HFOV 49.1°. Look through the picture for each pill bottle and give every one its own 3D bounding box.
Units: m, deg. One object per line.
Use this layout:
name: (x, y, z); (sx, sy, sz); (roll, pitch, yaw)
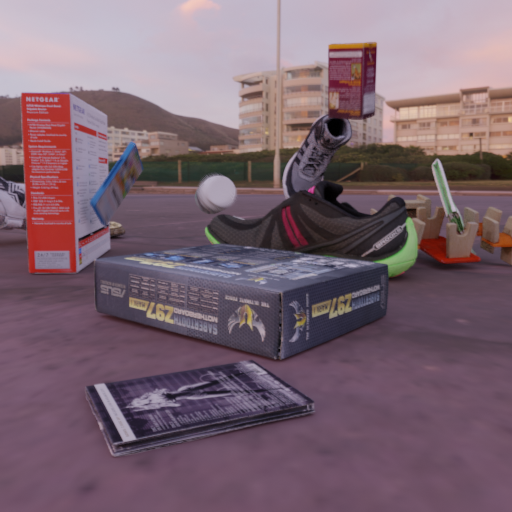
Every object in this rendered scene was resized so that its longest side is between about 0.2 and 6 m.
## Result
pill bottle: (-0.669, -1.006, 9.225); (0.565, 0.565, 0.998); (-2, 0, -14)

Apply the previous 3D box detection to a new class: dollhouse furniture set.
dollhouse furniture set: (2.889, -0.264, 9.368); (2.145, 1.105, 2.122); (-2, 19, -10)

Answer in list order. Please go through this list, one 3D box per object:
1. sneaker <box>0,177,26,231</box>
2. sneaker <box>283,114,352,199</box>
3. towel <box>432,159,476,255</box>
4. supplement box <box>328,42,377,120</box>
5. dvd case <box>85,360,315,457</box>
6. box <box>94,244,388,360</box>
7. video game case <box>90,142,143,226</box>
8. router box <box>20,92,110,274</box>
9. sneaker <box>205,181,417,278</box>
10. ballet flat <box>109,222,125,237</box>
sneaker: (-5.699, -0.802, 11.407); (1.346, 2.058, 3.581); (7, -24, 37)
sneaker: (1.086, -1.804, 9.899); (0.708, 1.875, 1.067); (27, -9, -7)
towel: (3.259, -0.727, 9.217); (0.183, 1.193, 1.564); (-21, -38, 22)
supplement box: (1.516, -2.763, 8.853); (0.625, 1.133, 0.485); (13, 26, 35)
dvd case: (-0.367, 0.873, 3.393); (1.174, 0.094, 0.873); (-4, 9, -25)
box: (-0.155, 0.319, 5.543); (2.346, 0.598, 1.850); (7, 9, 37)
video game case: (-2.184, -1.127, 8.858); (0.105, 1.178, 0.843); (26, -19, 7)
router box: (-3.026, -1.189, 9.281); (0.700, 2.571, 2.864); (0, 7, -5)
sneaker: (0.766, -0.441, 8.321); (3.208, 1.344, 1.231); (3, 8, 22)
ballet flat: (-3.952, -0.713, 13.442); (2.128, 0.493, 0.717); (6, 10, 38)
